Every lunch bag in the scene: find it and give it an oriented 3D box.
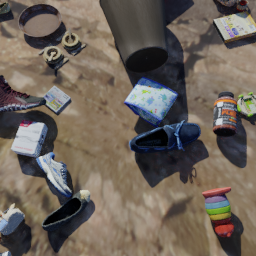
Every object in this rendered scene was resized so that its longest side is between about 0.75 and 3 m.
[{"bbox_3d":[0.750,-0.928,9.541,1.419,0.904,1.207,33,71,3],"label":"lunch bag"}]

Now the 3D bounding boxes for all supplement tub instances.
[{"bbox_3d":[3.274,-0.493,9.421,0.780,0.780,1.458,8,67,3],"label":"supplement tub"}]

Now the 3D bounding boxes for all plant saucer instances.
[{"bbox_3d":[-3.511,-4.265,11.276,1.716,0.296,1.716,0,66,0],"label":"plant saucer"}]

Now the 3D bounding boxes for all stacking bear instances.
[{"bbox_3d":[2.702,2.490,8.204,0.759,0.810,1.334,-7,77,-25],"label":"stacking bear"}]

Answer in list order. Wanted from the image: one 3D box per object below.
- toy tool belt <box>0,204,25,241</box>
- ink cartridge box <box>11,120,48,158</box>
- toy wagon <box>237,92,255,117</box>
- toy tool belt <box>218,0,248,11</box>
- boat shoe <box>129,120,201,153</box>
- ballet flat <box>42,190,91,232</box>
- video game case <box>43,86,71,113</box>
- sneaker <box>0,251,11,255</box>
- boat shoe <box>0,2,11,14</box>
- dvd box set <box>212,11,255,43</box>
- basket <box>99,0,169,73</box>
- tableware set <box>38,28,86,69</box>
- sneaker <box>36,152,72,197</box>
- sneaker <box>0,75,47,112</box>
[{"bbox_3d":[-3.620,2.778,8.199,0.674,0.685,1.096,22,61,43],"label":"toy tool belt"},{"bbox_3d":[-3.230,0.360,9.233,0.793,0.455,1.092,11,68,4],"label":"ink cartridge box"},{"bbox_3d":[4.182,-0.788,9.854,1.080,0.214,0.838,-15,68,-5],"label":"toy wagon"},{"bbox_3d":[4.229,-5.575,11.427,1.655,1.017,1.034,38,72,15],"label":"toy tool belt"},{"bbox_3d":[1.262,0.400,8.957,2.381,0.817,1.002,-19,83,-6],"label":"boat shoe"},{"bbox_3d":[-1.797,2.471,8.333,1.677,0.476,0.557,-39,72,-15],"label":"ballet flat"},{"bbox_3d":[-2.593,-1.033,10.022,0.814,0.090,0.741,37,72,13],"label":"video game case"},{"bbox_3d":[-3.522,4.185,7.564,0.596,0.589,1.501,-7,56,-8],"label":"sneaker"},{"bbox_3d":[-5.403,-4.828,11.475,1.119,0.352,0.408,-24,69,-10],"label":"boat shoe"},{"bbox_3d":[4.317,-4.056,11.222,1.519,0.223,1.111,-17,68,-7],"label":"dvd box set"},{"bbox_3d":[0.426,-3.629,10.212,2.521,1.901,2.796,-8,71,-11],"label":"basket"},{"bbox_3d":[-2.558,-3.139,10.774,1.095,0.332,1.656,42,73,16],"label":"tableware set"},{"bbox_3d":[-2.170,1.403,8.726,0.697,0.630,1.636,-35,72,-18],"label":"sneaker"},{"bbox_3d":[-3.877,-1.196,9.402,2.129,0.805,1.229,-6,100,2],"label":"sneaker"}]
